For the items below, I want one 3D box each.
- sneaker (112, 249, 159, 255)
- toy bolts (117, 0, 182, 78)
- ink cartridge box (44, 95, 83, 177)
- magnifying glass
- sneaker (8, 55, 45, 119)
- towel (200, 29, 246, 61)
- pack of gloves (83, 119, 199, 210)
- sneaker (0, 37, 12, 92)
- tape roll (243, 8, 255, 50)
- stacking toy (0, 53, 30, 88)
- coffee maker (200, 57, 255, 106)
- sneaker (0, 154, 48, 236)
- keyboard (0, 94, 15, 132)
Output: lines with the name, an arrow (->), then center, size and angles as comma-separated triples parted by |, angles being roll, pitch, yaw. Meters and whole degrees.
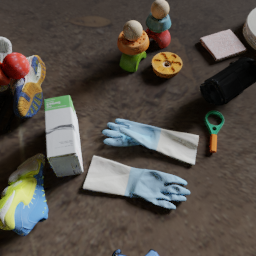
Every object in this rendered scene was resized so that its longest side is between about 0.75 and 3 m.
sneaker -> -0.331, 3.402, 6.198 | 2.497, 0.981, 1.113 | -12, 52, -17
toy bolts -> 1.008, -3.175, 9.689 | 2.305, 1.673, 2.413 | 21, 61, 12
ink cartridge box -> -1.784, 0.248, 7.790 | 0.775, 1.346, 1.845 | -9, 59, -6
magnifying glass -> 2.638, 0.086, 8.591 | 0.589, 0.166, 1.479 | 10, 60, 6
sneaker -> -3.420, -1.278, 9.127 | 1.080, 0.922, 2.450 | -9, 53, 12
towel -> 3.563, -3.115, 10.521 | 1.317, 0.212, 1.258 | -19, 61, -11
pack of gloves -> 0.451, 0.825, 7.882 | 2.913, 0.575, 2.447 | 12, 58, 7
sneaker -> -4.315, -2.100, 9.650 | 0.717, 0.915, 1.841 | 5, 81, -24
tape roll -> 5.836, -3.717, 10.720 | 2.726, 0.498, 2.726 | 0, 58, 0
stacking toy -> -4.403, -1.426, 8.531 | 2.942, 1.256, 1.256 | -23, 60, 1
coffee maker -> 3.242, -1.513, 8.787 | 1.568, 1.506, 1.056 | -35, 81, -17
sneaker -> -2.549, 1.750, 7.276 | 0.885, 1.228, 2.338 | -24, 26, 26
keyboard -> -4.081, -0.373, 8.866 | 1.090, 0.177, 1.716 | 7, 60, 4
